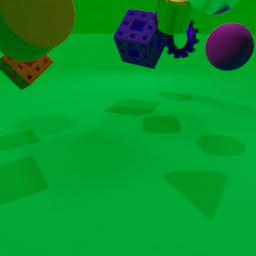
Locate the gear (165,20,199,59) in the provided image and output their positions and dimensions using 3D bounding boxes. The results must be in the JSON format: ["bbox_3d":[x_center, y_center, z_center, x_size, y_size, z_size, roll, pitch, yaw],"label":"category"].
[{"bbox_3d":[2.080,-3.577,11.163,1.556,1.556,0.288,18,28,41],"label":"gear"}]

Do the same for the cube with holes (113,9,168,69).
[{"bbox_3d":[0.478,-3.104,9.799,1.309,1.309,1.309,18,71,22],"label":"cube with holes"}]

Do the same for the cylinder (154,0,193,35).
[{"bbox_3d":[1.365,-3.492,8.249,1.047,1.047,1.047,2,55,-3],"label":"cylinder"}]

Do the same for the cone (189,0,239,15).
[{"bbox_3d":[1.718,-2.744,5.003,1.198,1.198,1.202,0,15,1],"label":"cone"}]

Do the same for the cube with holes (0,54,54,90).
[{"bbox_3d":[-2.561,-1.592,6.921,0.859,0.859,0.859,-3,45,56],"label":"cube with holes"}]

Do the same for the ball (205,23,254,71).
[{"bbox_3d":[2.441,-1.948,6.769,1.118,1.118,1.118,0,20,0],"label":"ball"}]

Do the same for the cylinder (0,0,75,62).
[{"bbox_3d":[-1.872,-2.057,5.315,1.348,1.348,1.348,-13,7,-32],"label":"cylinder"}]
